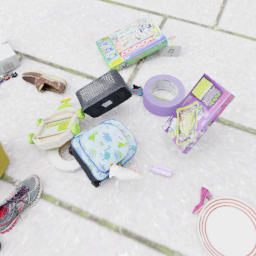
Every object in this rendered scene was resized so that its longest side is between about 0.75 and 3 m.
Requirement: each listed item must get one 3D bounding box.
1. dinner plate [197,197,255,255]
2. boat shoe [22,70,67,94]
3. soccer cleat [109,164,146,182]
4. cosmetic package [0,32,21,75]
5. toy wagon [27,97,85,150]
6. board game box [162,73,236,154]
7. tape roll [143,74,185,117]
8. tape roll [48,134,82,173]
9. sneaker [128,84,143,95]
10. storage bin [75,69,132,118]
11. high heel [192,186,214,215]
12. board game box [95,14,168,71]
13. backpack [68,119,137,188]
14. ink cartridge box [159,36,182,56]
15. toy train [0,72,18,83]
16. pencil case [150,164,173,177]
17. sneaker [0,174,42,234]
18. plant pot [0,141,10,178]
[{"bbox_3d":[3.397,3.390,9.216,2.243,0.272,2.243,0,58,-1],"label":"dinner plate"},{"bbox_3d":[-3.739,-1.941,12.226,2.063,0.744,0.743,15,58,2],"label":"boat shoe"},{"bbox_3d":[-0.027,1.535,9.035,1.232,0.427,0.478,20,89,-18],"label":"soccer cleat"},{"bbox_3d":[-6.083,-3.609,13.181,1.121,0.817,2.206,-32,65,-18],"label":"cosmetic package"},{"bbox_3d":[-2.650,-0.237,10.906,2.038,0.520,2.626,-12,37,18],"label":"toy wagon"},{"bbox_3d":[2.337,-0.505,9.678,0.404,2.501,1.501,24,23,-33],"label":"board game box"},{"bbox_3d":[1.502,-1.388,11.859,1.744,0.741,1.744,0,59,0],"label":"tape roll"},{"bbox_3d":[-2.210,0.928,10.690,1.624,0.297,1.624,1,58,-1],"label":"tape roll"},{"bbox_3d":[0.132,-1.767,12.216,1.086,0.519,0.431,6,59,4],"label":"sneaker"},{"bbox_3d":[-0.893,-1.252,10.569,1.815,1.227,0.851,-30,71,9],"label":"storage bin"},{"bbox_3d":[2.457,2.504,9.709,1.068,0.360,0.512,-40,63,-20],"label":"high heel"},{"bbox_3d":[0.127,-4.000,13.209,2.931,0.427,1.973,-28,60,1],"label":"board game box"},{"bbox_3d":[-0.761,0.697,10.009,2.099,1.542,1.921,-34,84,-28],"label":"backpack"},{"bbox_3d":[2.022,-3.938,13.432,0.985,0.712,0.715,0,59,0],"label":"ink cartridge box"},{"bbox_3d":[-5.526,-2.278,12.746,1.028,0.175,0.236,-24,74,-15],"label":"toy train"},{"bbox_3d":[1.240,1.550,10.292,0.817,0.349,0.343,15,55,8],"label":"pencil case"},{"bbox_3d":[-3.732,2.507,9.432,0.881,0.816,2.186,25,61,14],"label":"sneaker"},{"bbox_3d":[-5.532,1.027,9.609,2.278,2.227,2.212,-36,65,-26],"label":"plant pot"}]
